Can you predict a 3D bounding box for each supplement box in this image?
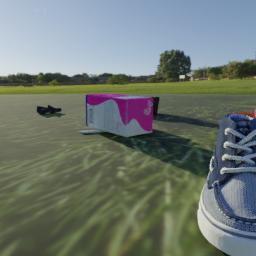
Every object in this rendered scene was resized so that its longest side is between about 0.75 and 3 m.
[{"bbox_3d":[-0.317,-0.471,8.706,1.094,1.071,2.117,-8,15,-38],"label":"supplement box"}]

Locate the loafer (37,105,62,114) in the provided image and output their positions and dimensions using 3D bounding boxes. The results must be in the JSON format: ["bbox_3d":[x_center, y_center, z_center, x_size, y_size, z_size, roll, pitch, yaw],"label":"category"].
[{"bbox_3d":[-4.118,-0.997,14.643,1.273,0.447,0.432,-3,9,-21],"label":"loafer"}]

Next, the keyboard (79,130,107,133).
[{"bbox_3d":[-0.953,0.085,8.811,1.148,0.061,0.323,-4,10,-24],"label":"keyboard"}]

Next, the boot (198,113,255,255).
[{"bbox_3d":[1.262,0.428,3.224,0.848,1.053,2.330,2,9,14],"label":"boot"}]

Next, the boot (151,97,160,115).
[{"bbox_3d":[0.641,-1.134,13.972,1.716,0.864,2.296,7,-2,2],"label":"boot"}]

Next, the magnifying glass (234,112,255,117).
[{"bbox_3d":[6.011,-0.566,12.455,2.468,0.276,0.982,4,4,19],"label":"magnifying glass"}]
